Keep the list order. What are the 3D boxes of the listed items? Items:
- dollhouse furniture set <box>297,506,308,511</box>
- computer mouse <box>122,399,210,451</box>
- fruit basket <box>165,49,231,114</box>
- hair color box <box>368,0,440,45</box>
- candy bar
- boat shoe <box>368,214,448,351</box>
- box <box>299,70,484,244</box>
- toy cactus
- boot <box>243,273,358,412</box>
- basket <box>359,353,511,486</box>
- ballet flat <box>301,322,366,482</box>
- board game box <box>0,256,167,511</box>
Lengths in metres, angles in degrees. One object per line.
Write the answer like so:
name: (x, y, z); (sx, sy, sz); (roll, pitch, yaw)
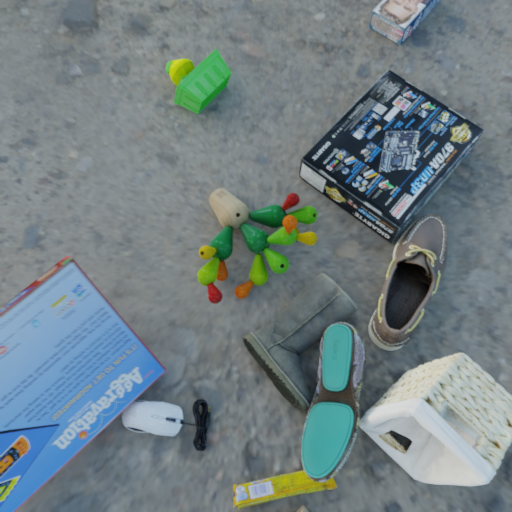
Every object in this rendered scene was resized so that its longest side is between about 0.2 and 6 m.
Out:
dollhouse furniture set: (0.256, 5.109, 8.857); (1.738, 0.995, 2.038); (45, 97, 17)
computer mouse: (-1.600, 2.876, 9.795); (1.581, 0.347, 0.867); (6, 68, 3)
fruit basket: (-1.431, -4.030, 12.511); (1.437, 1.036, 1.437); (3, 77, -13)
hair color box: (3.654, -6.048, 13.539); (0.936, 0.566, 1.871); (35, 71, 14)
candy bar: (0.457, 3.875, 9.418); (1.773, 0.197, 0.442); (-10, 58, -7)
boat shoe: (2.986, 0.360, 10.592); (1.055, 0.874, 2.937); (26, 69, 11)
box: (2.820, -2.170, 11.767); (2.489, 0.720, 3.132); (38, 72, 15)
toy cactus: (-0.212, -0.496, 10.881); (2.746, 1.404, 2.266); (-38, 62, -6)
boot: (1.033, 1.537, 10.256); (2.063, 0.749, 1.876); (-31, 72, -20)
basket: (2.879, 2.586, 8.885); (1.500, 2.212, 1.365); (44, 67, 7)
ballet flat: (1.436, 2.517, 9.620); (0.959, 0.959, 2.667); (11, 69, 5)
board game box: (-4.192, 2.666, 8.863); (5.192, 0.505, 2.673); (-42, 112, -18)
